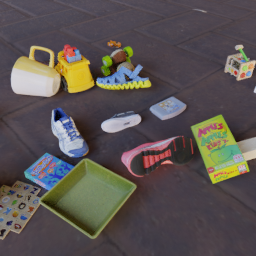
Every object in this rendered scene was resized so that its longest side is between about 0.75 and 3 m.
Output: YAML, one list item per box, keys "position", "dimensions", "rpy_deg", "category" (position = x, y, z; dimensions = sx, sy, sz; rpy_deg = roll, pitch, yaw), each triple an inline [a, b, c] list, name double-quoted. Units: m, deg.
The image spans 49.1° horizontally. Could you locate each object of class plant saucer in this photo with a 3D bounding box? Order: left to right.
- position: [-1.152, 2.090, 8.382]
  dimensions: [2.104, 0.504, 2.101]
  rpy_deg: [24, 46, 25]
  category: "plant saucer"

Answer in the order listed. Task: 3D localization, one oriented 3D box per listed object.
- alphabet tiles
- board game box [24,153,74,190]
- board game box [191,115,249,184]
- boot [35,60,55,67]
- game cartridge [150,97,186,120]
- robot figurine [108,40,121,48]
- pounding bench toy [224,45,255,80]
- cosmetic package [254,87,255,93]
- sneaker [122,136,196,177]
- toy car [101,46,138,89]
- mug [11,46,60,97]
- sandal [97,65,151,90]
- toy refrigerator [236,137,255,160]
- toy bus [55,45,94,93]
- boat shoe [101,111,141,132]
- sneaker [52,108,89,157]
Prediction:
- position: [-3.513, 2.379, 8.389]
  dimensions: [1.516, 0.058, 1.822]
  rpy_deg: [14, 42, 15]
  category: "alphabet tiles"
- position: [-2.525, 1.480, 9.253]
  dimensions: [1.387, 0.312, 1.055]
  rpy_deg: [21, 44, 23]
  category: "board game box"
- position: [3.094, 0.655, 9.692]
  dimensions: [1.199, 0.562, 2.361]
  rpy_deg: [-23, 38, 14]
  category: "board game box"
- position: [-4.574, -3.283, 14.894]
  dimensions: [1.257, 0.404, 1.171]
  rpy_deg: [6, 42, 1]
  category: "boot"
- position: [1.778, -0.851, 12.075]
  dimensions: [1.422, 0.295, 0.947]
  rpy_deg: [-26, 43, -28]
  category: "game cartridge"
- position: [-0.813, -5.135, 17.167]
  dimensions: [0.807, 0.235, 0.585]
  rpy_deg: [19, 45, 21]
  category: "robot figurine"
- position: [5.710, -3.305, 14.048]
  dimensions: [0.903, 1.454, 1.134]
  rpy_deg: [-17, 42, -19]
  category: "pounding bench toy"
- position: [6.519, -1.829, 13.243]
  dimensions: [0.917, 0.237, 0.692]
  rpy_deg: [20, 48, 22]
  category: "cosmetic package"
- position: [1.042, 0.766, 9.568]
  dimensions: [2.778, 1.024, 1.205]
  rpy_deg: [-11, 15, -25]
  category: "sneaker"
- position: [-0.183, -2.820, 13.929]
  dimensions: [1.539, 1.478, 1.874]
  rpy_deg: [-29, 75, -20]
  category: "toy car"
- position: [-4.035, -2.357, 12.581]
  dimensions: [1.741, 2.121, 1.698]
  rpy_deg: [14, 40, 4]
  category: "mug"
- position: [-0.214, -2.326, 12.952]
  dimensions: [2.496, 1.087, 0.992]
  rpy_deg: [-6, 8, -7]
  category: "sandal"
- position: [4.426, 0.741, 9.977]
  dimensions: [1.473, 0.515, 0.559]
  rpy_deg: [-14, 42, -10]
  category: "toy refrigerator"
- position: [-2.697, -3.008, 13.241]
  dimensions: [1.469, 2.078, 2.164]
  rpy_deg: [-24, 44, -23]
  category: "toy bus"
- position: [-0.326, -0.317, 11.175]
  dimensions: [1.690, 0.606, 0.573]
  rpy_deg: [-17, 43, -22]
  category: "boat shoe"
- position: [-2.261, 0.136, 10.306]
  dimensions: [0.876, 1.026, 2.328]
  rpy_deg: [-25, 47, -28]
  category: "sneaker"
